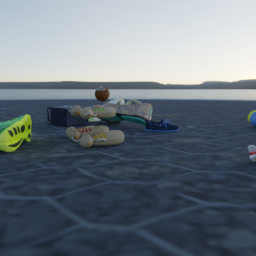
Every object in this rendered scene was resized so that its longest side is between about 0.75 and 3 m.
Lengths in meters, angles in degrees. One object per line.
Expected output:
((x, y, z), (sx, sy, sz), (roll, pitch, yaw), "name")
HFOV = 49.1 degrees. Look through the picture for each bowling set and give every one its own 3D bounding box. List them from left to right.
((-1.200, -0.378, 8.402), (1.290, 1.672, 2.402), (-6, 6, -31), "bowling set")

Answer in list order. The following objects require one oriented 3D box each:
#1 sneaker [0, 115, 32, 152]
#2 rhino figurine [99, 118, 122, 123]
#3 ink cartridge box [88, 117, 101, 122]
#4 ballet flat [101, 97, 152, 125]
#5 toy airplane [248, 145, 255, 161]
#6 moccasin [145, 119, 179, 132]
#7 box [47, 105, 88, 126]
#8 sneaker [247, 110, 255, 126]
((-3.268, 0.069, 7.723), (0.947, 0.839, 2.265), (4, 8, -3), "sneaker")
((-0.900, -0.466, 13.039), (1.412, 0.422, 0.617), (2, -20, 21), "rhino figurine")
((-2.334, -0.621, 14.286), (1.323, 0.436, 1.819), (-7, 10, -42), "ink cartridge box")
((-0.181, -0.772, 11.850), (2.929, 0.985, 0.997), (10, -18, 35), "ballet flat")
((2.980, 0.425, 5.848), (0.902, 0.639, 0.906), (-2, 9, -12), "toy airplane")
((1.250, -0.104, 10.486), (1.274, 0.435, 0.513), (2, 8, 14), "moccasin")
((-2.668, -0.567, 12.481), (1.304, 0.810, 1.315), (5, 9, 34), "box")
((6.040, -0.338, 11.587), (2.234, 0.736, 0.876), (-3, 22, -24), "sneaker")
